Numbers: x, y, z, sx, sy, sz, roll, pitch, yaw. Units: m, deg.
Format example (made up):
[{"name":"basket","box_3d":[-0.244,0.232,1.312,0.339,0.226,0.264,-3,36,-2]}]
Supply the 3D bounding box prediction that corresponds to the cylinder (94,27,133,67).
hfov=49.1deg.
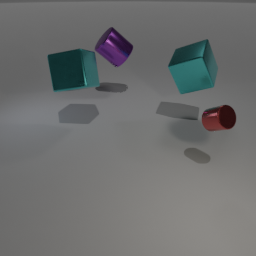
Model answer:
[{"name":"cylinder","box_3d":[-0.698,-3.975,13.853,1.400,1.400,1.400,35,16,-26]}]

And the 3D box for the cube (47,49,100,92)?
[{"name":"cube","box_3d":[-2.068,-2.202,10.878,1.400,1.400,1.400,-6,8,16]}]

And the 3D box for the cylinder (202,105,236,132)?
[{"name":"cylinder","box_3d":[2.625,-0.273,8.111,0.700,0.700,0.700,-15,1,-26]}]

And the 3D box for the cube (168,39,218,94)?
[{"name":"cube","box_3d":[2.608,-2.398,11.086,1.400,1.400,1.400,-9,37,33]}]
